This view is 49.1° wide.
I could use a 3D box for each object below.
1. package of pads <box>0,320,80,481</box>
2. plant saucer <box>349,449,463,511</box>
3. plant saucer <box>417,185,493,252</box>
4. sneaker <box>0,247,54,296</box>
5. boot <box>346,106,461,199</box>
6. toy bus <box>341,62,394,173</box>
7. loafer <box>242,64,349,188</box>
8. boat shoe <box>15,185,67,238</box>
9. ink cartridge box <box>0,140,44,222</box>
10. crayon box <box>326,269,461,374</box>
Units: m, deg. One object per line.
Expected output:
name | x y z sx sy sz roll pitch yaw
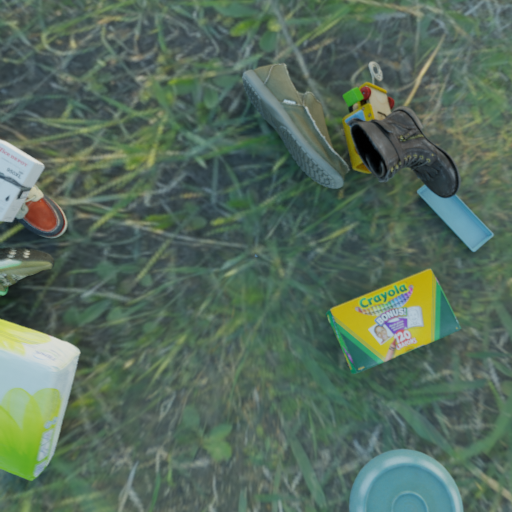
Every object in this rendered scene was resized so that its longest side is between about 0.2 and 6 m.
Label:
package of pads | -4.788 2.217 9.758 3.041 1.037 2.349 19 104 3
plant saucer | 2.703 4.536 9.977 2.050 0.281 2.050 0 77 0
plant saucer | 4.025 -0.855 11.406 0.583 0.158 1.668 -38 80 -9
sneaker | -5.330 0.761 10.723 3.117 1.199 1.381 -18 109 -7
boot | 2.696 -1.740 10.349 2.239 0.775 1.949 53 45 2
toy bus | 2.253 -2.649 11.426 1.821 0.997 1.930 50 45 -18
loafer | 0.956 -2.766 11.349 1.098 1.186 3.153 -35 78 -4
boat shoe | -4.712 -1.202 11.219 2.185 0.683 0.778 44 78 9
ink cartridge box | -4.749 -1.413 10.485 0.925 0.539 1.280 31 91 -2
crayon box | 2.563 1.241 10.617 2.143 0.624 1.273 -22 77 -5
